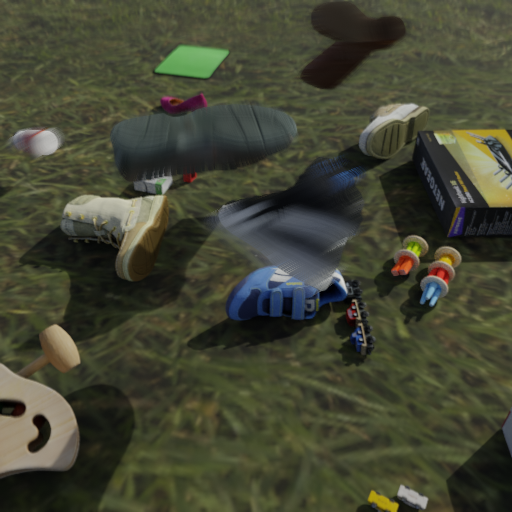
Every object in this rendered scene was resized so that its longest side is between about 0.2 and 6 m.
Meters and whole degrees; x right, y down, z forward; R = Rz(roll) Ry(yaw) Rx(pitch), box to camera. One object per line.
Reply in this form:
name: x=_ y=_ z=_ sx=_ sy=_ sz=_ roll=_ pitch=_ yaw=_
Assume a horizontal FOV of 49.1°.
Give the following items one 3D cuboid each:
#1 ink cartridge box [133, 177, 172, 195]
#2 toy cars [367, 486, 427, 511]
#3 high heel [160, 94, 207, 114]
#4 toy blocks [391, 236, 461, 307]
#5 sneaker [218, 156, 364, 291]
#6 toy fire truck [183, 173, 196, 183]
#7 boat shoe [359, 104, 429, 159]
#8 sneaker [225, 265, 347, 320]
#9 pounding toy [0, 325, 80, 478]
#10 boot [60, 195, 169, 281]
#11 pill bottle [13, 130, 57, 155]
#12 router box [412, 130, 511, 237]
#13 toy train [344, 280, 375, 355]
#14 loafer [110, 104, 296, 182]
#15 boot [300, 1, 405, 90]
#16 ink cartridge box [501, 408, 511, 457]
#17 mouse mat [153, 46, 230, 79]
ink cartridge box: x=-2.347 y=-1.687 z=12.703 sx=0.722 sy=0.304 sz=0.527 roll=12 pitch=43 yaw=13
toy cars: x=1.817 y=3.185 z=7.238 sx=0.780 sy=0.173 sz=0.350 roll=-5 pitch=42 yaw=-11
high heel: x=-2.009 y=-4.220 z=15.193 sx=0.589 sy=0.840 sz=1.750 roll=-32 pitch=50 yaw=-31
toy blocks: x=3.016 y=0.301 z=10.280 sx=1.141 sy=0.497 sz=1.370 roll=21 pitch=45 yaw=22
sneaker: x=0.533 y=-0.658 z=7.562 sx=0.998 sy=1.529 sz=2.733 roll=29 pitch=4 yaw=-31
toy fire truck: x=-1.772 y=-2.306 z=13.387 sx=0.976 sy=0.337 sz=1.384 roll=9 pitch=41 yaw=9
boat shoe: x=3.257 y=-3.142 z=13.943 sx=0.925 sy=1.011 sz=2.704 roll=27 pitch=39 yaw=33
sneaker: x=0.560 y=0.657 z=9.647 sx=2.236 sy=0.827 sz=0.919 roll=-19 pitch=47 yaw=-19
pounding toy: x=-3.389 y=2.507 z=7.568 sx=1.725 sy=1.731 sz=3.018 roll=46 pitch=64 yaw=6
boot: x=-2.849 y=-0.422 z=10.810 sx=1.928 sy=0.898 sz=2.493 roll=4 pitch=36 yaw=3
pill bottle: x=-3.620 y=-1.862 z=9.160 sx=0.709 sy=0.389 sz=0.389 roll=11 pitch=40 yaw=33
router box: x=5.040 y=-1.674 z=12.276 sx=2.458 sy=0.817 sz=3.127 roll=-1 pitch=41 yaw=-2
toy train: x=1.725 y=1.023 z=9.619 sx=0.382 sy=0.285 sz=1.670 roll=-4 pitch=41 yaw=0
loafer: x=-0.605 y=-1.302 z=6.620 sx=2.142 sy=0.674 sz=0.770 roll=-7 pitch=52 yaw=-14
boot: x=1.361 y=-3.891 z=10.760 sx=2.121 sy=0.731 sz=2.276 roll=-1 pitch=-7 yaw=-30
ink cartridge box: x=4.148 y=2.443 z=7.530 sx=1.209 sy=0.878 sz=0.874 roll=0 pitch=41 yaw=0
mouse mat: x=-2.050 y=-6.311 z=18.181 sx=1.913 sy=0.089 sz=2.377 roll=11 pitch=41 yaw=12
